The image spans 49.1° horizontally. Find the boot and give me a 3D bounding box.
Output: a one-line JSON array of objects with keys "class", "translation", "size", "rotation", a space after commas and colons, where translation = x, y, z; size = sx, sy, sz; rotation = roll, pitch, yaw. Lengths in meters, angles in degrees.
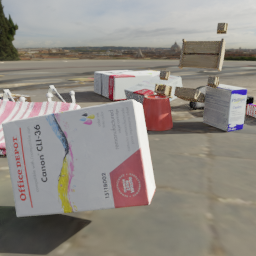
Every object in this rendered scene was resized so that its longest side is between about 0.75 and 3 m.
[{"class": "boot", "translation": [3.610, -1.089, 10.616], "size": [2.424, 0.846, 1.596], "rotation": [-18, 29, -35]}]

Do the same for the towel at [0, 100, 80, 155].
[{"class": "towel", "translation": [-2.858, -0.114, 7.000], "size": [2.950, 0.441, 2.159], "rotation": [2, 33, 5]}]

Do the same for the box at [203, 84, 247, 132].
[{"class": "box", "translation": [2.836, -0.628, 8.269], "size": [0.633, 1.206, 1.109], "rotation": [-8, 18, -23]}]

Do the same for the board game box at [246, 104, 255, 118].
[{"class": "board game box", "translation": [5.135, -0.538, 9.363], "size": [1.752, 0.406, 1.327], "rotation": [-5, 17, -16]}]

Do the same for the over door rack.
[{"class": "over door rack", "translation": [-2.702, -0.854, 8.927], "size": [1.795, 0.809, 2.429], "rotation": [-13, 36, -39]}]

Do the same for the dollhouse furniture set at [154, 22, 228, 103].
[{"class": "dollhouse furniture set", "translation": [1.958, -1.929, 8.463], "size": [1.850, 2.169, 1.059], "rotation": [11, 1, 29]}]

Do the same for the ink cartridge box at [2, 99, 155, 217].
[{"class": "ink cartridge box", "translation": [-0.826, 0.436, 3.758], "size": [2.182, 1.271, 0.736], "rotation": [-9, 0, 12]}]

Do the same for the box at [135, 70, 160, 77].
[{"class": "box", "translation": [0.951, -2.703, 15.678], "size": [1.677, 0.943, 0.850], "rotation": [-11, 20, -34]}]

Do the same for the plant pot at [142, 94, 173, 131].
[{"class": "plant pot", "translation": [0.845, -0.490, 8.340], "size": [1.043, 0.923, 1.043], "rotation": [1, 17, 0]}]

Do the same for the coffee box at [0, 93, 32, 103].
[{"class": "coffee box", "translation": [-4.384, -0.960, 10.543], "size": [1.361, 0.542, 0.778], "rotation": [11, 20, 33]}]

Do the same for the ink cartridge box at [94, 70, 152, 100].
[{"class": "ink cartridge box", "translation": [-0.317, -2.102, 13.361], "size": [1.930, 1.108, 2.658], "rotation": [-8, 18, -25]}]

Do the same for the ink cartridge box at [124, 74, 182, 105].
[{"class": "ink cartridge box", "translation": [1.011, -1.382, 10.791], "size": [1.834, 0.759, 1.336], "rotation": [-27, 28, -25]}]
